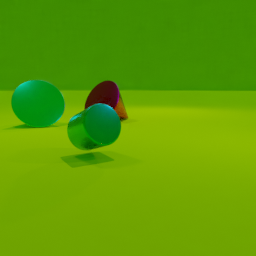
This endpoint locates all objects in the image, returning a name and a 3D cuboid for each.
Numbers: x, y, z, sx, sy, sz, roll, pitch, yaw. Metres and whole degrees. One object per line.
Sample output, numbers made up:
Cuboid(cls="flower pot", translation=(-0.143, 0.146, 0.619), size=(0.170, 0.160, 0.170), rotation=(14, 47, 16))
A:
Cuboid(cls="cone", translation=(-0.472, -0.669, 10.445), size=(1.631, 1.631, 1.637), rotation=(7, -15, 41))
Cuboid(cls="cone", translation=(-3.100, -0.528, 9.531), size=(1.623, 1.623, 1.629), rotation=(-4, -17, -24))
Cuboid(cls="cylinder", translation=(-0.625, 0.003, 5.106), size=(0.747, 0.747, 0.747), rotation=(-6, -7, -35))
